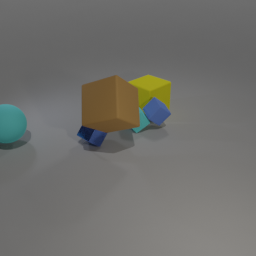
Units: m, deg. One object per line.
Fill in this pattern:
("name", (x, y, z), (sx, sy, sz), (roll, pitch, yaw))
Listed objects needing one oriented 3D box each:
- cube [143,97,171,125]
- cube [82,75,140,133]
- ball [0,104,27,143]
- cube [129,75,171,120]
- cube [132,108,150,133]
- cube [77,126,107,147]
("cube", (1.148, -0.662, 11.164), (0.700, 0.700, 0.700), (28, 25, -39))
("cube", (-0.559, -0.723, 9.233), (1.400, 1.400, 1.400), (-10, -16, 29))
("ball", (-4.364, -0.151, 10.037), (1.400, 1.400, 1.400), (0, 30, 0))
("cube", (0.930, -1.408, 12.524), (1.400, 1.400, 1.400), (-26, 38, -36))
("cube", (0.338, -0.375, 11.183), (0.700, 0.700, 0.700), (-37, 33, 9))
("cube", (-1.293, 0.182, 10.256), (0.700, 0.700, 0.700), (25, -6, 38))
